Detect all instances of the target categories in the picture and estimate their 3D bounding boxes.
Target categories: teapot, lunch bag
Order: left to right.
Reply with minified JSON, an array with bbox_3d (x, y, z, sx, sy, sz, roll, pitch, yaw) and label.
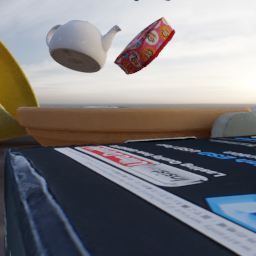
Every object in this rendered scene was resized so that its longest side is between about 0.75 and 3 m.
[{"bbox_3d":[-1.609,-2.898,9.432,2.087,1.524,2.060,17,-13,-22],"label":"teapot"},{"bbox_3d":[0.404,-1.981,6.656,0.621,1.335,1.515,41,-16,-18],"label":"lunch bag"}]

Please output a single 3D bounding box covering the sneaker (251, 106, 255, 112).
[{"bbox_3d":[4.111,-0.422,8.281,0.840,0.797,2.087,-10,3,-4],"label":"sneaker"}]

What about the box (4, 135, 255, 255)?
[{"bbox_3d":[0.818,0.290,0.117,1.554,0.450,1.956,-2,5,-26],"label":"box"}]

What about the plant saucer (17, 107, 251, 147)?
[{"bbox_3d":[0.069,-0.023,3.839,2.962,0.554,2.962,1,4,0],"label":"plant saucer"}]

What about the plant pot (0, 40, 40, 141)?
[{"bbox_3d":[-2.264,-0.460,4.020,1.251,1.763,1.763,-27,3,2],"label":"plant pot"}]

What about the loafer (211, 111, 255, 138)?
[{"bbox_3d":[1.498,0.059,2.531,1.718,0.650,0.586,-14,12,-32],"label":"loafer"}]
